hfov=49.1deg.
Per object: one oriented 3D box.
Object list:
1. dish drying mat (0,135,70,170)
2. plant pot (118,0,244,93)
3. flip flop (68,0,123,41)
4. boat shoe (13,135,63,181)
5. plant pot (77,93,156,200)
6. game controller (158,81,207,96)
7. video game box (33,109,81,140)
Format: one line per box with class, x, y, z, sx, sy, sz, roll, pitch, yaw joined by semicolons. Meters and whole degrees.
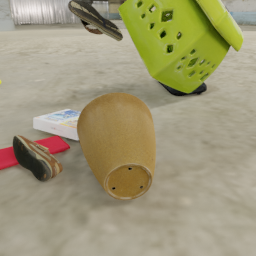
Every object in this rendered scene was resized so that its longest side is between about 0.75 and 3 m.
dish drying mat;-2.472;0.603;6.639;2.039;0.186;0.783;-15;28;-33
plant pot;1.914;-3.271;9.286;2.971;2.709;2.986;6;54;-55
flip flop;-0.951;-3.016;8.159;1.864;0.537;0.756;21;47;-40
boat shoe;-1.977;0.633;6.088;1.458;0.552;0.539;36;28;30
plant pot;-0.147;0.444;5.409;1.678;1.678;1.800;-3;32;-8
game controller;2.289;-1.977;12.285;1.493;0.603;2.863;-17;24;-2
video game box;-1.599;-0.144;7.945;1.576;0.369;1.436;13;22;26
